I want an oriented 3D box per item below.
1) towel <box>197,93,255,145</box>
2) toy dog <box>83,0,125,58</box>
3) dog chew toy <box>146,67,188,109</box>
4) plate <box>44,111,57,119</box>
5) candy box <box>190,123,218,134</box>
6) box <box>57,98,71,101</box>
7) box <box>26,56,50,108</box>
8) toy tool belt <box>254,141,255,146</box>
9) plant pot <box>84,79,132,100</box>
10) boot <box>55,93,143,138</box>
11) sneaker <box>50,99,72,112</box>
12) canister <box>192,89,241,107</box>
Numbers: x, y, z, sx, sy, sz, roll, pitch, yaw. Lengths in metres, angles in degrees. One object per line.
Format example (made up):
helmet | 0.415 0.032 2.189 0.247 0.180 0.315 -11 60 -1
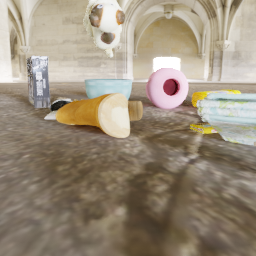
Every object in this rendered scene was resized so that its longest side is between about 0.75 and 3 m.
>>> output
towel | 2.561 -0.070 4.815 2.315 0.557 1.981 8 -10 34
toy dog | -0.856 -3.661 9.792 1.464 2.034 2.098 1 -3 -8
dog chew toy | 1.551 -1.726 12.334 1.734 1.734 2.785 -1 5 -6
plate | -2.206 -0.458 9.467 1.044 0.169 1.042 -1 12 -4
candy box | 2.305 -0.018 7.297 1.216 0.161 0.622 -4 14 -19
box | -2.863 -1.152 12.485 0.402 0.329 0.846 -7 13 -32
box | -4.122 -2.120 12.738 0.676 2.142 2.717 -5 12 -24
toy tool belt | 2.399 0.337 3.662 1.304 0.814 0.802 4 -13 35
plant pot | -0.746 -1.259 10.769 1.826 1.223 1.826 1 11 0
boot | -0.940 -0.299 7.040 2.105 1.035 2.940 -3 6 16
sneaker | -2.109 -0.762 10.197 1.371 0.519 0.600 -9 20 -39
canister | 3.742 -1.231 11.930 1.678 0.726 1.246 -6 13 -23
